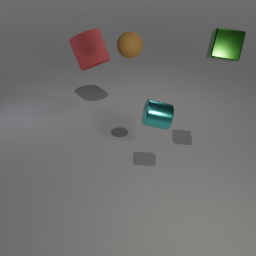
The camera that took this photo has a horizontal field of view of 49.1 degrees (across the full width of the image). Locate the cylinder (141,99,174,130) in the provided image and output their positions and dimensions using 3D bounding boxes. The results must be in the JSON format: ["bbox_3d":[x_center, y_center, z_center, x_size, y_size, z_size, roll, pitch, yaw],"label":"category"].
[{"bbox_3d":[0.783,-0.357,7.480,0.700,0.700,0.700,12,29,-8],"label":"cylinder"}]

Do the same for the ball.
[{"bbox_3d":[0.052,-2.233,7.537,0.700,0.700,0.700,0,30,0],"label":"ball"}]

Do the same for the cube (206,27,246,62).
[{"bbox_3d":[2.474,-2.107,7.137,0.700,0.700,0.700,11,13,4],"label":"cube"}]

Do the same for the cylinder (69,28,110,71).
[{"bbox_3d":[-1.659,-3.401,12.232,1.400,1.400,1.400,-21,12,5],"label":"cylinder"}]
